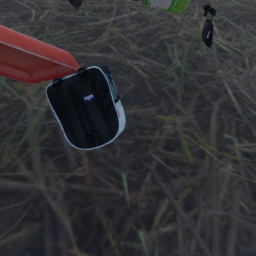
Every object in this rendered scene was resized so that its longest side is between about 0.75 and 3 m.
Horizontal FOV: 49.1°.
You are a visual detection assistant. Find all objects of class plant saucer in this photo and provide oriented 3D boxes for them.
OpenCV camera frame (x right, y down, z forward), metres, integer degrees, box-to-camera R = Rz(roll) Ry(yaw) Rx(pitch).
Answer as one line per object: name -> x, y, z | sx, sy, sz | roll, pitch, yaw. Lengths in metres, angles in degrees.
plant saucer -> -2.631, -1.594, 6.132 | 2.438, 2.442, 0.448 | 0, 82, 45

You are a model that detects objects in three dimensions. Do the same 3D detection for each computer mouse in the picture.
computer mouse -> 1.982, -2.608, 7.146 | 0.232, 1.007, 0.707 | -7, 43, -1

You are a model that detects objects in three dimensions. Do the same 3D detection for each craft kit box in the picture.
craft kit box -> 0.478, -3.375, 6.758 | 2.067, 0.508, 2.093 | 18, 14, -1

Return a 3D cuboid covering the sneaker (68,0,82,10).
sneaker -> -1.507, -4.246, 8.454 | 0.879, 1.936, 0.735 | -39, 98, -2

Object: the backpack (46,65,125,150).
backpack -> -0.692, -0.336, 5.174 | 1.229, 1.385, 1.043 | -19, 4, 13
